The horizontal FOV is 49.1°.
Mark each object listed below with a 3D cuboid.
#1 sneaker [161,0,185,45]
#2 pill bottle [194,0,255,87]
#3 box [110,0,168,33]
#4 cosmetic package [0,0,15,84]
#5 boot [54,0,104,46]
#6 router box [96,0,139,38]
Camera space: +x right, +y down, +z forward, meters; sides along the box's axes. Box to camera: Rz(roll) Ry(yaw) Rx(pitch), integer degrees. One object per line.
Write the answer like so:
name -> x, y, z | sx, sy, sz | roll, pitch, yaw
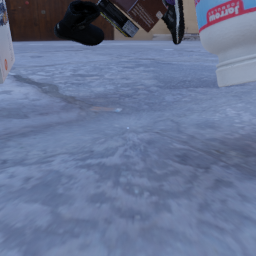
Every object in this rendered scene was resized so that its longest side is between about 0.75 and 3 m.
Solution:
sneaker -> 1.416, -3.719, 9.354 | 0.806, 1.841, 0.697 | 4, 23, 27
pill bottle -> 1.578, -1.855, 3.818 | 1.329, 2.445, 1.329 | -10, 5, 1
box -> -0.147, -3.999, 8.084 | 2.540, 0.952, 1.272 | 48, 15, 28
cosmetic package -> -3.522, -2.614, 7.119 | 0.644, 2.492, 1.879 | -3, 32, -8
boot -> -0.947, -2.490, 6.737 | 1.413, 0.539, 1.187 | -2, -8, -36
router box -> -0.399, -3.612, 9.210 | 1.478, 0.386, 1.162 | 37, 7, -22
